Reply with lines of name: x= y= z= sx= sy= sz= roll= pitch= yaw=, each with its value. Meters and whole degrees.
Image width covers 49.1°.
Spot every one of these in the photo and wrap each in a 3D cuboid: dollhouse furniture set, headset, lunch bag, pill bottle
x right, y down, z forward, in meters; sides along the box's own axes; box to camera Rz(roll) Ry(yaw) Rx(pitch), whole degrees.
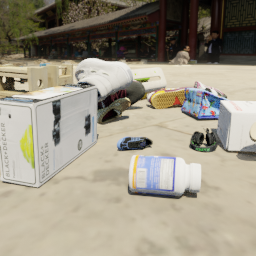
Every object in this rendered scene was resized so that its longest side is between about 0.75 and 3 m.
dollhouse furniture set: x=-3.389 y=-1.507 z=10.408 sx=1.684 sy=1.674 sz=2.389 roll=9 pitch=18 yaw=21
headset: x=1.830 y=0.311 z=6.657 sx=0.620 sy=0.471 sz=1.003 roll=3 pitch=30 yaw=22
lunch bag: x=3.079 y=-0.794 z=9.755 sx=1.949 sy=0.917 sz=1.468 roll=6 pitch=11 yaw=-13
pill bottle: x=0.579 y=0.745 z=4.387 sx=1.067 sy=0.598 sz=0.598 roll=2 pitch=16 yaw=10

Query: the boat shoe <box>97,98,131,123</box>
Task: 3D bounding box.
boat shoe: x=-0.423 y=-0.514 z=8.969 sx=1.389 sy=0.514 sz=0.461 roll=-32 pitch=40 yaw=-23

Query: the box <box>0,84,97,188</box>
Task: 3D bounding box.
box: x=-1.442 y=-0.029 z=5.630 sx=0.759 sy=1.472 sz=2.524 roll=7 pitch=15 yaw=16

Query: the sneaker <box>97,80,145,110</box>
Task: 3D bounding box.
sneaker: x=-0.671 y=-0.902 z=9.875 sx=2.958 sy=1.119 sz=1.709 roll=-12 pitch=23 yaw=-7

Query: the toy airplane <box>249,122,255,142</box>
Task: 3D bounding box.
toy airplane: x=3.955 y=-0.047 z=5.110 sx=2.503 sy=1.774 sz=2.514 roll=-42 pitch=47 yaw=-19

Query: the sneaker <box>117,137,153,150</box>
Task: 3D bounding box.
sneaker: x=0.172 y=0.346 z=6.400 sx=0.859 sy=0.301 sz=0.335 roll=-9 pitch=10 yaw=-34

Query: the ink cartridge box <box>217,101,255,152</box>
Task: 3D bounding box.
ink cartridge box: x=3.402 y=-0.058 z=6.660 sx=2.228 sy=0.957 sz=1.631 roll=4 pitch=16 yaw=8

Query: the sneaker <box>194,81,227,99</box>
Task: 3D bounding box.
sneaker: x=3.503 y=-1.407 z=12.153 sx=0.947 sy=0.881 sz=2.194 roll=9 pitch=22 yaw=-13

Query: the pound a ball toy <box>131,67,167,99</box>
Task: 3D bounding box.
pound a ball toy: x=0.465 y=-1.916 z=13.485 sx=2.998 sy=1.274 sz=1.955 roll=-15 pitch=-4 yaw=-44

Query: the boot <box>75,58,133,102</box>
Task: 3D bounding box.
boot: x=-1.249 y=-1.512 z=8.950 sx=1.396 sy=1.075 sz=2.922 roll=-35 pitch=27 yaw=-30

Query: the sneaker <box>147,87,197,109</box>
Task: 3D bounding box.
sneaker: x=1.891 y=-1.311 z=11.369 sx=2.273 sy=0.852 sz=1.024 roll=-4 pitch=22 yaw=-16
